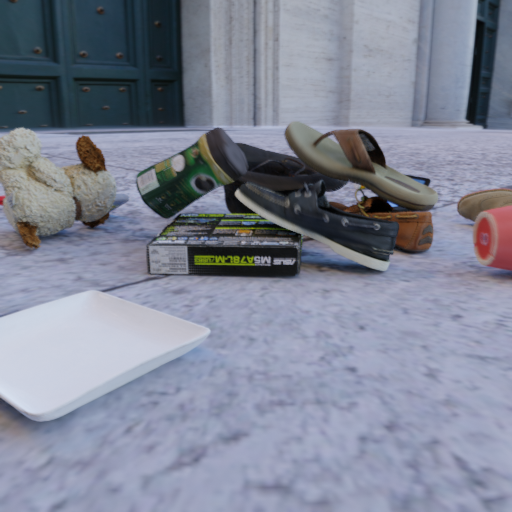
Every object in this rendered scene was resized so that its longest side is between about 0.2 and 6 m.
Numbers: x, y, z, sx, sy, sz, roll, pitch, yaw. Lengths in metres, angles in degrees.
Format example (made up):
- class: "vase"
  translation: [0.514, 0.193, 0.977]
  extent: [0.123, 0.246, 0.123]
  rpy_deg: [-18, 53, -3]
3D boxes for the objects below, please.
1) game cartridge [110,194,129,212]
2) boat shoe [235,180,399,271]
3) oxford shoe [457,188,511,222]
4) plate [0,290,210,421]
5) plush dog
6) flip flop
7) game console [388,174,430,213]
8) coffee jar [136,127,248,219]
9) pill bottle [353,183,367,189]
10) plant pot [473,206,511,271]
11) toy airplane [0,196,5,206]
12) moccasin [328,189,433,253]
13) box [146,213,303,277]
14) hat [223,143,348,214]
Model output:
- class: "game cartridge"
  translation: [-3.542, -1.175, 12.904]
  extent: [0.760, 0.231, 1.141]
  rpy_deg: [-4, -11, -44]
- class: "boat shoe"
  translation: [1.047, -0.764, 9.354]
  extent: [2.847, 0.944, 1.064]
  rpy_deg: [28, 17, 15]
- class: "oxford shoe"
  translation: [5.452, -0.913, 11.836]
  extent: [2.360, 0.831, 0.882]
  rpy_deg: [7, 22, 25]
- class: "plate"
  translation: [-1.994, 1.017, 6.065]
  extent: [2.193, 0.355, 2.198]
  rpy_deg: [13, 21, 36]
- class: "plush dog"
  translation: [-3.845, -1.209, 11.226]
  extent: [2.148, 2.501, 2.006]
  rpy_deg: [-20, 57, -27]
- class: "flip flop"
  translation: [2.083, -1.906, 10.862]
  extent: [3.238, 0.932, 1.313]
  rpy_deg: [29, 34, 14]
- class: "game console"
  translation: [3.504, -1.614, 14.242]
  extent: [1.198, 0.793, 1.362]
  rpy_deg: [-10, 18, -30]
- class: "coffee jar"
  translation: [-1.200, -1.567, 10.600]
  extent: [2.001, 1.043, 0.854]
  rpy_deg: [-27, 55, 15]
- class: "pill bottle"
  translation: [3.320, -2.223, 17.076]
  extent: [0.642, 0.357, 0.357]
  rpy_deg: [-6, 18, -21]
- class: "plant pot"
  translation: [4.146, -0.283, 8.902]
  extent: [1.096, 1.239, 1.239]
  rpy_deg: [-1, 16, -1]
- class: "toy airplane"
  translation: [-6.665, -1.263, 13.730]
  extent: [2.216, 0.408, 2.216]
  rpy_deg: [1, 18, 0]
- class: "moccasin"
  translation: [2.336, -0.800, 11.031]
  extent: [0.938, 0.990, 2.564]
  rpy_deg: [-5, 16, -31]
- class: "box"
  translation: [-0.432, -0.262, 10.038]
  extent: [2.524, 0.600, 2.438]
  rpy_deg: [1, 14, 5]
- class: "hat"
  translation: [0.223, -1.463, 12.673]
  extent: [3.605, 1.454, 3.605]
  rpy_deg: [6, 23, -3]
